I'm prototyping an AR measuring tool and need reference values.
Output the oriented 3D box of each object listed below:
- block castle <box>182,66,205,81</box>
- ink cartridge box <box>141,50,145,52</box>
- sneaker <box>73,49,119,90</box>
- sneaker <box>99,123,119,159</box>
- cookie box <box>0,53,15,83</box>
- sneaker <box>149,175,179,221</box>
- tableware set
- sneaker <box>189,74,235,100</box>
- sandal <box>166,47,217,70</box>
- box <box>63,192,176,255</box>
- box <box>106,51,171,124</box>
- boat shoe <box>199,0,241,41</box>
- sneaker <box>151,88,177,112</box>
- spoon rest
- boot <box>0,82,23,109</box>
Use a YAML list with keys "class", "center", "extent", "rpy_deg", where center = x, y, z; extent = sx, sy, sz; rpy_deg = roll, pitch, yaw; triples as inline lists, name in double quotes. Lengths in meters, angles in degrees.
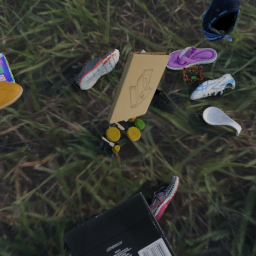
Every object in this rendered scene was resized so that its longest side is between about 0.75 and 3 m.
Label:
- class: "block castle"
  center: [2.536, -2.137, 10.908]
  extent: [0.795, 0.373, 0.531]
  rpy_deg: [-3, 67, -1]
- class: "ink cartridge box"
  center: [0.634, -2.328, 10.925]
  extent: [0.836, 0.482, 1.146]
  rpy_deg: [-35, 72, -13]
- class: "sneaker"
  center: [-1.266, -2.445, 10.832]
  extent: [0.873, 0.821, 2.131]
  rpy_deg: [40, 72, 22]
- class: "sneaker"
  center: [-0.586, 0.421, 9.864]
  extent: [0.643, 0.370, 1.233]
  rpy_deg: [20, 74, 8]
- class: "cookie box"
  center: [-5.121, -1.914, 10.690]
  extent: [1.344, 0.590, 1.571]
  rpy_deg: [-24, 70, -11]
- class: "sneaker"
  center: [1.124, 2.164, 8.979]
  extent: [0.591, 0.638, 1.583]
  rpy_deg: [32, 71, 15]
- class: "tableware set"
  center: [-0.123, 0.137, 9.838]
  extent: [1.114, 0.254, 1.654]
  rpy_deg: [38, 61, -6]
- class: "sneaker"
  center: [3.175, -1.455, 10.484]
  extent: [1.828, 0.657, 0.662]
  rpy_deg: [-23, 69, -7]
- class: "sandal"
  center: [2.498, -2.895, 11.140]
  extent: [2.123, 0.522, 0.864]
  rpy_deg: [-12, 68, -5]
- class: "box"
  center: [-0.166, 3.140, 7.373]
  extent: [2.096, 2.822, 1.754]
  rpy_deg: [-26, 70, -10]
- class: "box"
  center: [0.299, -1.129, 7.734]
  extent: [0.214, 2.008, 1.642]
  rpy_deg: [39, 34, 28]
- class: "boat shoe"
  center: [2.810, -3.257, 8.711]
  extent: [1.122, 2.666, 0.915]
  rpy_deg: [-7, 80, 12]
- class: "sneaker"
  center: [1.270, -1.062, 10.358]
  extent: [1.258, 0.571, 0.478]
  rpy_deg: [35, 70, 12]
- class: "spoon rest"
  center: [3.405, -0.259, 10.094]
  extent: [1.459, 0.442, 0.725]
  rpy_deg: [30, 71, 11]
- class: "boot"
  center: [-4.244, -1.246, 6.910]
  extent: [2.684, 1.921, 0.944]
  rpy_deg: [-10, 45, 3]
